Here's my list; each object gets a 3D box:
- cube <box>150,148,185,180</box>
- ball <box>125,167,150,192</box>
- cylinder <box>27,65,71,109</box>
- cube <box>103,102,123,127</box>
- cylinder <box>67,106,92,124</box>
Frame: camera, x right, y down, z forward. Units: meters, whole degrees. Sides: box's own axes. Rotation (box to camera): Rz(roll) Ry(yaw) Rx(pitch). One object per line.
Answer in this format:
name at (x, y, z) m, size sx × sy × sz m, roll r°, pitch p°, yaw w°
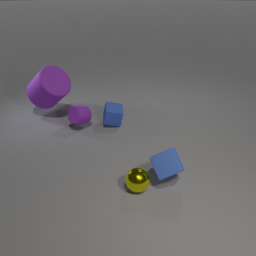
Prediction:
cube at (1.120, 1.019, 7.955) m, size 0.700 × 0.700 × 0.700 m, roll -25°, pitch -13°, yaw 13°
ball at (0.272, 1.454, 7.875) m, size 0.700 × 0.700 × 0.700 m, roll 0°, pitch 28°, yaw 0°
cylinder at (-3.342, -1.700, 11.828) m, size 1.400 × 1.400 × 1.400 m, roll -28°, pitch 3°, yaw 45°
cube at (-0.615, -0.562, 11.412) m, size 0.700 × 0.700 × 0.700 m, roll 6°, pitch 39°, yaw -11°
cylinder at (-1.920, -0.524, 11.131) m, size 0.700 × 0.700 × 0.700 m, roll 19°, pitch 13°, yaw 31°
